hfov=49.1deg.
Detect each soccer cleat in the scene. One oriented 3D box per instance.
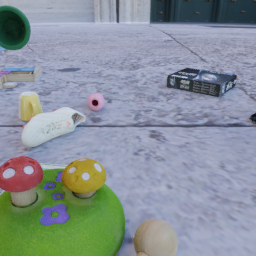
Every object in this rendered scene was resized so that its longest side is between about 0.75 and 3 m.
[{"bbox_3d":[-1.821,-0.080,7.029,0.781,0.698,2.013,12,24,18],"label":"soccer cleat"}]

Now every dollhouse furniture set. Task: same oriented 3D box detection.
[{"bbox_3d":[-4.736,-3.170,11.451,1.677,2.570,2.427,-3,25,-4],"label":"dollhouse furniture set"}]

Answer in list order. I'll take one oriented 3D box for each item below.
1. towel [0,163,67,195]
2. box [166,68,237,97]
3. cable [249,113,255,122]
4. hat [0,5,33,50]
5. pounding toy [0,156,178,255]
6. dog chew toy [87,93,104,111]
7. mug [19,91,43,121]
[{"bbox_3d":[-1.615,1.091,5.067,1.115,0.171,1.462,4,26,9],"label":"towel"},{"bbox_3d":[2.917,-1.865,11.100,2.217,0.483,1.776,18,30,33],"label":"box"},{"bbox_3d":[3.986,-0.283,7.946,0.972,0.247,0.793,-17,30,-34],"label":"cable"},{"bbox_3d":[-2.701,-2.369,6.649,0.906,1.094,0.963,11,27,-13],"label":"hat"},{"bbox_3d":[-0.783,1.037,3.685,2.611,1.212,2.015,26,35,35],"label":"pounding toy"},{"bbox_3d":[-1.001,-0.871,8.944,0.540,0.540,0.867,0,16,1],"label":"dog chew toy"},{"bbox_3d":[-2.811,-0.661,8.197,0.880,0.723,0.705,12,27,23],"label":"mug"}]
